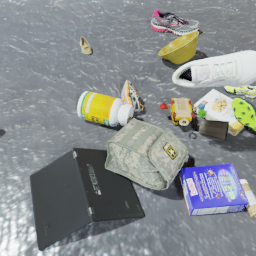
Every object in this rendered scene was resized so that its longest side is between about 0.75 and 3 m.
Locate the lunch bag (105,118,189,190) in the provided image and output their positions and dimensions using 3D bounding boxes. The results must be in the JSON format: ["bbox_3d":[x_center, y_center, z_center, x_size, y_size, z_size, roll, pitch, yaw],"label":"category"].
[{"bbox_3d":[0.662,0.791,8.658,2.187,1.286,1.794,21,35,20],"label":"lunch bag"}]

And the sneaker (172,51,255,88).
[{"bbox_3d":[2.255,-1.358,7.093,2.374,0.889,1.182,-4,12,35],"label":"sneaker"}]

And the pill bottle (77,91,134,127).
[{"bbox_3d":[-0.803,-0.654,10.332,1.894,1.068,1.068,15,50,12],"label":"pill bottle"}]

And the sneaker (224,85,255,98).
[{"bbox_3d":[4.686,-1.654,11.590,1.328,0.507,0.501,13,51,12],"label":"sneaker"}]

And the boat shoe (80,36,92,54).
[{"bbox_3d":[-2.120,-4.051,13.791,0.445,0.381,1.215,-19,51,-16],"label":"boat shoe"}]

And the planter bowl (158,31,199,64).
[{"bbox_3d":[2.445,-3.499,12.763,2.008,0.836,2.008,-28,21,12],"label":"planter bowl"}]

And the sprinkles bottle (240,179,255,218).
[{"bbox_3d":[3.592,2.089,8.356,0.377,0.377,1.105,-8,49,-7],"label":"sprinkles bottle"}]

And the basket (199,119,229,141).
[{"bbox_3d":[3.060,0.025,9.981,0.931,0.839,0.633,12,57,23],"label":"basket"}]

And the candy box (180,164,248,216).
[{"bbox_3d":[2.505,1.835,8.415,1.627,0.627,1.376,-4,49,-3],"label":"candy box"}]

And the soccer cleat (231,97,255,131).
[{"bbox_3d":[4.564,-0.317,10.037,2.105,0.711,0.853,44,33,6],"label":"soccer cleat"}]

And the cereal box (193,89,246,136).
[{"bbox_3d":[3.668,-0.645,10.772,1.917,0.379,1.379,36,58,28],"label":"cereal box"}]

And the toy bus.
[{"bbox_3d":[1.974,-0.457,10.349,1.510,0.780,1.425,-30,50,-30],"label":"toy bus"}]

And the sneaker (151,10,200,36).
[{"bbox_3d":[2.494,-5.527,14.718,2.559,0.955,1.032,8,49,6],"label":"sneaker"}]

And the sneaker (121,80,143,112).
[{"bbox_3d":[0.149,-1.235,11.202,0.667,0.676,1.728,4,50,-16],"label":"sneaker"}]

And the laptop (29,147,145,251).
[{"bbox_3d":[-1.341,2.041,8.578,2.686,1.557,2.515,7,42,-33],"label":"laptop"}]
